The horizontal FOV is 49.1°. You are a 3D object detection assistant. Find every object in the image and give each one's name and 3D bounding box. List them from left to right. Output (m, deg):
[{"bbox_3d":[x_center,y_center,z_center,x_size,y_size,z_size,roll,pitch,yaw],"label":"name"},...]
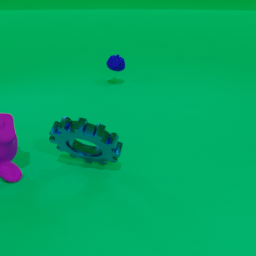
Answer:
[{"bbox_3d":[-2.733,0.230,5.075,1.900,1.145,1.367,36,34,15],"label":"monkey head"},{"bbox_3d":[-0.786,0.274,5.250,1.351,1.351,0.250,7,60,14],"label":"gear"},{"bbox_3d":[-0.430,-2.491,10.639,0.741,0.583,1.191,5,31,-19],"label":"teapot"}]
